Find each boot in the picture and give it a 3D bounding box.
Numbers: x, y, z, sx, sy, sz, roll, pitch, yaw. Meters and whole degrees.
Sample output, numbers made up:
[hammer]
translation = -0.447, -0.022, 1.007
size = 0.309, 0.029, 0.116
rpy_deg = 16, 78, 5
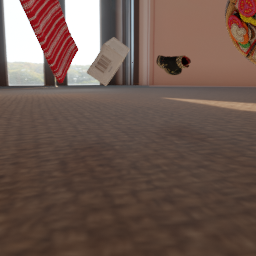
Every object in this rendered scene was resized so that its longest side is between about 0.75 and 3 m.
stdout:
[boot]
translation = 1.888, -2.321, 10.476
size = 1.109, 0.530, 1.469
rpy_deg = 12, -3, 43

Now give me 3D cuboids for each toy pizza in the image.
[toy pizza]
translation = 2.913, -2.081, 6.040
size = 0.351, 2.215, 2.215
rpy_deg = -39, 22, -12

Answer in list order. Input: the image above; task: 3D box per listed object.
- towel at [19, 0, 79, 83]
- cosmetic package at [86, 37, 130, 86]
[towel]
translation = -2.257, -3.110, 8.157
size = 0.337, 2.998, 2.168
rpy_deg = -8, 38, 13
[cosmetic package]
translation = -0.519, -1.976, 8.112
size = 0.698, 0.959, 1.886
rpy_deg = 35, 23, -8
